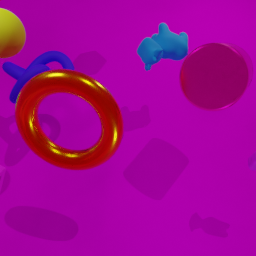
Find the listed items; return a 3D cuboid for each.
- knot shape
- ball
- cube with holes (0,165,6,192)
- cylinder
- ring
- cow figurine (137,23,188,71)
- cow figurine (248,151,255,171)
[{"bbox_3d":[-2.401,-1.262,7.082,1.870,0.864,1.750,-1,33,14],"label":"knot shape"},{"bbox_3d":[-2.239,-1.653,4.912,0.836,0.836,0.836,0,62,0],"label":"ball"},{"bbox_3d":[-2.597,0.980,4.291,0.878,0.878,0.878,24,23,2],"label":"cube with holes"},{"bbox_3d":[1.922,-1.134,6.010,1.331,1.331,1.331,32,27,16],"label":"cylinder"},{"bbox_3d":[-1.050,-0.079,4.980,1.975,1.975,0.395,9,30,5],"label":"ring"},{"bbox_3d":[0.921,-1.951,7.019,1.403,0.770,1.380,14,56,-20],"label":"cow figurine"},{"bbox_3d":[2.945,0.810,5.733,0.916,0.901,0.503,2,41,21],"label":"cow figurine"}]
